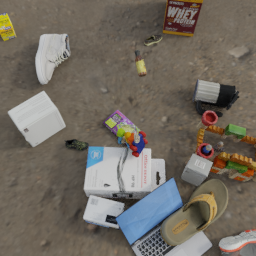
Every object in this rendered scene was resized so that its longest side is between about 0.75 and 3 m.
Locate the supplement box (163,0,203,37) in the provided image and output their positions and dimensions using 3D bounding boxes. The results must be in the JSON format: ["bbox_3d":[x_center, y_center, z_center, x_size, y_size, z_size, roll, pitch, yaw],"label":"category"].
[{"bbox_3d":[2.501,-5.783,12.640,1.458,2.166,2.196,8,64,4],"label":"supplement box"}]

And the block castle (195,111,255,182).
[{"bbox_3d":[3.770,0.653,9.812,2.805,1.316,1.874,17,65,-1],"label":"block castle"}]

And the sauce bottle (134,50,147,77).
[{"bbox_3d":[0.467,-2.535,10.942,0.347,0.347,1.050,-11,83,-5],"label":"sauce bottle"}]

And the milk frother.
[{"bbox_3d":[3.366,-1.273,10.800,1.494,1.588,1.433,11,69,6],"label":"milk frother"}]

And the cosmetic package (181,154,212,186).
[{"bbox_3d":[2.319,1.467,9.592,0.727,1.360,0.613,23,64,13],"label":"cosmetic package"}]

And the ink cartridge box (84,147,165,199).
[{"bbox_3d":[-0.031,1.556,9.730,2.758,0.920,1.598,1,60,1],"label":"ink cartridge box"}]

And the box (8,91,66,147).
[{"bbox_3d":[-3.315,-0.299,10.358,1.500,1.492,0.980,-34,69,-15],"label":"box"}]

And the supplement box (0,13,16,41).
[{"bbox_3d":[-5.696,-4.699,12.989,0.599,0.603,1.101,-22,67,-10],"label":"supplement box"}]

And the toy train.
[{"bbox_3d":[0.035,0.271,9.020,0.931,1.608,0.681,27,72,21],"label":"toy train"}]

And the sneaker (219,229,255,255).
[{"bbox_3d":[3.858,3.821,8.944,1.952,0.752,0.799,-9,92,-5],"label":"sneaker"}]

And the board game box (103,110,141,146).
[{"bbox_3d":[-0.221,-0.011,10.956,0.823,0.222,1.372,-43,71,-14],"label":"board game box"}]

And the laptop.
[{"bbox_3d":[1.184,3.258,8.703,2.237,1.385,2.389,-32,68,-14],"label":"laptop"}]

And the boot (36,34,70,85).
[{"bbox_3d":[-3.132,-3.061,11.982,1.255,0.966,2.625,-6,63,4],"label":"boot"}]

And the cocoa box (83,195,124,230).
[{"bbox_3d":[-0.765,2.809,9.251,1.187,0.779,0.792,12,65,6],"label":"cocoa box"}]

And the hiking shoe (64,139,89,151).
[{"bbox_3d":[-1.921,0.616,10.494,0.910,0.458,0.344,2,64,1],"label":"hiking shoe"}]

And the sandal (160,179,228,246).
[{"bbox_3d":[2.316,2.723,9.211,2.936,0.793,1.179,-32,68,-23],"label":"sandal"}]

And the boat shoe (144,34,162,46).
[{"bbox_3d":[1.189,-4.094,12.862,0.949,0.308,0.348,-33,69,-15],"label":"boat shoe"}]
